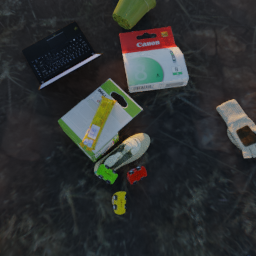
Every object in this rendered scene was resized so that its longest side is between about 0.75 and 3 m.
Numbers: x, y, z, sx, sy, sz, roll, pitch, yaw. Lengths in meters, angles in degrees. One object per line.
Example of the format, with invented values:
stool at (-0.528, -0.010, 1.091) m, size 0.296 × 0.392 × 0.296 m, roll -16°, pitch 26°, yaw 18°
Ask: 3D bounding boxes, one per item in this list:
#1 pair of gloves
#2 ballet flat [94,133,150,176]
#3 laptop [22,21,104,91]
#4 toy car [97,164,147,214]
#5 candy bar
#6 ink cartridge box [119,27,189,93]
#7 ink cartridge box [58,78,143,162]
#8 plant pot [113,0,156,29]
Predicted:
pair of gloves at (4.971, -0.244, 10.286) m, size 2.791 × 0.489 × 2.373 m, roll -16°, pitch 71°, yaw -6°
ballet flat at (-0.160, 0.901, 9.727) m, size 2.348 × 0.815 × 0.815 m, roll -37°, pitch 75°, yaw -12°
laptop at (-2.595, -2.840, 10.561) m, size 2.571 × 1.498 × 2.901 m, roll -30°, pitch 74°, yaw -5°
toy car at (-0.389, 1.733, 9.292) m, size 1.696 × 0.402 × 1.803 m, roll 40°, pitch 72°, yaw -24°
candy bar at (-0.956, -0.202, 9.128) m, size 0.545 × 0.242 × 2.187 m, roll 24°, pitch 57°, yaw -5°
ink cartridge box at (0.954, -2.910, 11.136) m, size 2.311 × 0.719 × 2.872 m, roll -8°, pitch 73°, yaw -3°
ink cartridge box at (-0.935, -0.285, 10.066) m, size 2.447 × 0.927 × 1.809 m, roll -42°, pitch 75°, yaw -14°
plant pot at (0.132, -4.936, 11.564) m, size 1.525 × 1.525 × 1.448 m, roll 33°, pitch 87°, yaw 11°
